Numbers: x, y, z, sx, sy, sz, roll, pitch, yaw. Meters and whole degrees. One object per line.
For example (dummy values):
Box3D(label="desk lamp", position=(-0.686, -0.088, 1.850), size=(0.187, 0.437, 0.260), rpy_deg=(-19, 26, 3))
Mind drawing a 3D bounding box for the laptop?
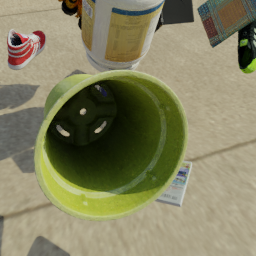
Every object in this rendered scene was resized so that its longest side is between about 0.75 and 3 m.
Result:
Box3D(label="laptop", position=(1.410, -4.104, 10.003), size=(0.938, 1.619, 1.516), rpy_deg=(7, 72, -28))

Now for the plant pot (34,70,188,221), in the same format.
Box3D(label="plant pot", position=(-0.502, -0.001, 4.500), size=(2.150, 2.150, 1.977), rpy_deg=(-17, 26, -19))

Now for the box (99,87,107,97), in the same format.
Box3D(label="box", position=(-0.304, -0.932, 7.039), size=(0.827, 0.612, 0.431), rpy_deg=(30, 30, 35))

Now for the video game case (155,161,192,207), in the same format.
Box3D(label="video game case", position=(0.554, 0.885, 4.921), size=(0.973, 0.107, 0.886), rpy_deg=(7, 47, 23))

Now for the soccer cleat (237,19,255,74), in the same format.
Box3D(label="soccer cleat", position=(3.500, -2.590, 8.165), size=(0.664, 1.967, 0.797), rpy_deg=(-1, 2, 38))

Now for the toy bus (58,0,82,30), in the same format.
Box3D(label="toy bus", position=(-1.120, -4.200, 9.097), size=(1.793, 1.217, 1.722), rpy_deg=(42, 64, -11))

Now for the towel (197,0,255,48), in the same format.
Box3D(label="towel", position=(3.162, -3.620, 8.084), size=(0.250, 2.300, 1.687), rpy_deg=(16, 54, -42))

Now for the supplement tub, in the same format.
Box3D(label="supplement tub", position=(-0.215, -2.821, 7.199), size=(1.941, 2.684, 1.941), rpy_deg=(5, 62, -9))

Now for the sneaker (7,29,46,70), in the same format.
Box3D(label="sneaker", position=(-2.107, -1.858, 5.905), size=(0.454, 0.717, 1.276), rpy_deg=(23, 53, -2))
